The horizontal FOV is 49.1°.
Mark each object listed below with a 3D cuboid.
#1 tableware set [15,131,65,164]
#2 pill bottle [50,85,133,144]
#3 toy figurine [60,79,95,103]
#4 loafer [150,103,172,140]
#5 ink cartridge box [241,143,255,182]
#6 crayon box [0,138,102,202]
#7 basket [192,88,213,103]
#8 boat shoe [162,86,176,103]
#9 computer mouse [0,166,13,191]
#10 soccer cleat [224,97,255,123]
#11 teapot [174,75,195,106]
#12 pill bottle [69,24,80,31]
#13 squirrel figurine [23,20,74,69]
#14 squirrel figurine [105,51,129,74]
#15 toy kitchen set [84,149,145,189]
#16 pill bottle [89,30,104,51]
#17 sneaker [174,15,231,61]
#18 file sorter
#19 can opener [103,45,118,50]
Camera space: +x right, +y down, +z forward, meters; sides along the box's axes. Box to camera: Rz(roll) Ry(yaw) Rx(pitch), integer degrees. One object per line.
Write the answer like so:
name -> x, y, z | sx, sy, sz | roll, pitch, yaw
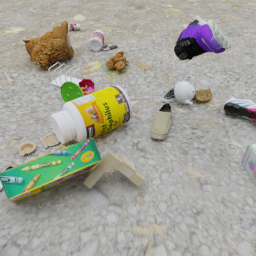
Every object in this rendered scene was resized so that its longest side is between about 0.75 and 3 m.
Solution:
tableware set -> -3.089, 0.816, 10.170 | 1.949, 0.226, 1.628 | -24, 46, -26
pill bottle -> -1.366, -0.476, 10.637 | 2.895, 1.581, 1.581 | -25, 46, -26
toy figurine -> -1.911, -1.617, 12.565 | 1.643, 1.233, 1.512 | 37, 39, 7
loafer -> 1.331, -0.321, 11.154 | 0.757, 0.684, 2.002 | 9, 41, 11
ink cartridge box -> 4.401, 1.373, 8.987 | 0.516, 0.903, 1.739 | -8, 41, -9
crayon box -> -2.297, 1.287, 8.443 | 2.734, 1.624, 0.796 | -22, 81, -24
basket -> 3.371, -1.393, 12.762 | 0.805, 0.600, 0.575 | -11, 74, -13
boat shoe -> 2.151, -1.688, 12.901 | 0.574, 0.517, 1.624 | 31, 49, 31
computer mouse -> -4.307, 1.804, 8.883 | 1.720, 0.377, 0.943 | -22, 46, -24
soccer cleat -> 5.182, -0.728, 11.530 | 2.357, 0.823, 1.018 | 25, 47, 27
teapot -> 2.589, -1.618, 12.325 | 0.769, 1.053, 1.039 | -7, 32, 45
pill bottle -> -3.656, -6.891, 19.121 | 0.751, 0.429, 0.429 | -6, 41, -7
squirrel figurine -> -4.462, -4.417, 15.200 | 2.500, 1.896, 2.679 | -6, 37, 4
squirrel figurine -> -0.584, -3.356, 14.820 | 1.189, 0.841, 1.109 | -7, 49, 13
toy kitchen set -> -0.422, 1.581, 9.152 | 1.440, 1.299, 1.175 | 38, 3, -4
pill bottle -> -1.865, -5.315, 16.952 | 0.827, 0.827, 1.448 | 3, 41, 3
sneaker -> 2.208, -2.653, 8.946 | 1.440, 1.006, 2.895 | -39, 19, 18
file sorter -> -3.009, -2.532, 13.638 | 1.393, 0.867, 0.967 | 18, 44, 19
can opener -> -1.070, -4.882, 16.836 | 0.943, 0.315, 0.251 | -21, 44, -23
